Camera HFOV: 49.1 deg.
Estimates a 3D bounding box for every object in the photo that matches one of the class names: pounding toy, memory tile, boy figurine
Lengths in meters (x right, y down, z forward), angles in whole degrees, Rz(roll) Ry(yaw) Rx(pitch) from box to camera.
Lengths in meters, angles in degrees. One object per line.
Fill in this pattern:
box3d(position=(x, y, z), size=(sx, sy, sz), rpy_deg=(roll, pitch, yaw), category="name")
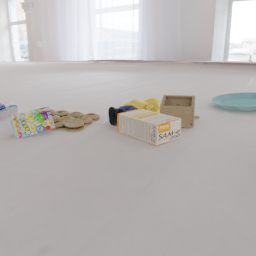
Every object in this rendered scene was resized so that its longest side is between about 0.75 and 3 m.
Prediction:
box3d(position=(1.823, -0.526, 9.644), size=(1.297, 1.002, 1.409), rpy_deg=(3, 28, 13), category="pounding toy")
box3d(position=(-2.435, -0.324, 9.896), size=(2.551, 0.214, 1.955), rpy_deg=(6, 18, 18), category="memory tile")
box3d(position=(0.310, -0.631, 10.056), size=(1.403, 0.727, 2.256), rpy_deg=(14, 21, 39), category="boy figurine")

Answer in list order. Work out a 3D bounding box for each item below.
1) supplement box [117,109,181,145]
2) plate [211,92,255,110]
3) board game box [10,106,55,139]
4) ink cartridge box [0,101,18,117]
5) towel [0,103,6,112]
box3d(position=(0.601, -0.074, 8.355), size=(1.059, 0.618, 1.681), rpy_deg=(-14, 22, -39), category="supplement box")
box3d(position=(4.973, -1.125, 12.061), size=(2.679, 0.342, 2.679), rpy_deg=(-6, 17, 2), category="plate")
box3d(position=(-2.869, -0.184, 8.441), size=(1.158, 0.597, 0.608), rpy_deg=(-17, 22, -17), category="board game box")
box3d(position=(-4.769, -0.747, 10.968), size=(0.680, 0.398, 0.941), rpy_deg=(-11, 21, -32), category="ink cartridge box")
box3d(position=(-5.456, -0.654, 10.236), size=(1.540, 0.254, 2.127), rpy_deg=(-31, 30, -28), category="towel")
